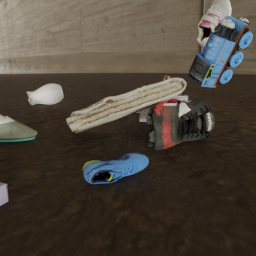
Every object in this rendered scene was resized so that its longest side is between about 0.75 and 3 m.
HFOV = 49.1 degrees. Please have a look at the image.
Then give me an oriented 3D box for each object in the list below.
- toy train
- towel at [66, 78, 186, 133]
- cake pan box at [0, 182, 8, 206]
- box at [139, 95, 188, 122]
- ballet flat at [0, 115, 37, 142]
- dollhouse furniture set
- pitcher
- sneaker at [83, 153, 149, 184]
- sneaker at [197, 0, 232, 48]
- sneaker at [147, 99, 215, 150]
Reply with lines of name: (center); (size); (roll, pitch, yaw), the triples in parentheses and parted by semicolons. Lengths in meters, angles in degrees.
toy train: (2.287, -1.840, 6.924); (1.040, 1.820, 0.789); (-3, 39, -34)
towel: (-0.150, -0.550, 7.116); (2.890, 0.498, 1.915); (-20, 1, -11)
cake pan box: (-2.408, 0.963, 3.678); (1.221, 0.319, 1.125); (6, 17, 24)
box: (1.153, -0.651, 9.140); (1.536, 0.896, 0.462); (1, 14, 10)
ballet flat: (-3.611, -0.056, 6.678); (2.730, 0.870, 0.920); (-4, 11, -17)
dollhouse furniture set: (0.952, -1.418, 11.396); (1.623, 1.323, 1.544); (-2, 14, -6)
pitcher: (-3.812, -1.476, 12.849); (1.523, 0.923, 1.307); (-17, 6, -21)
sneaker: (-0.143, 0.712, 4.635); (1.184, 0.390, 0.464); (-7, 22, -22)
sneaker: (2.885, -3.609, 9.517); (0.781, 1.919, 0.847); (21, 15, 41)
sneaker: (1.339, -0.149, 6.759); (1.393, 1.008, 2.852); (4, 13, 22)
